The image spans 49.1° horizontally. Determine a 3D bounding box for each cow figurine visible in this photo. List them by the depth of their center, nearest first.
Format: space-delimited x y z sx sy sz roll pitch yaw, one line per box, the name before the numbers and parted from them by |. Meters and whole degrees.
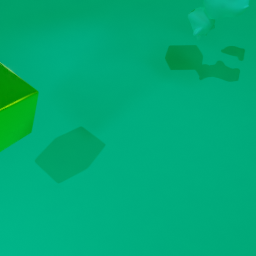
cow figurine | 2.442 -3.179 7.584 0.934 1.674 1.701 -29 40 -31

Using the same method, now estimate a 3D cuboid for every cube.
cube | -2.577 -0.360 5.242 1.171 1.171 1.171 36 41 10
